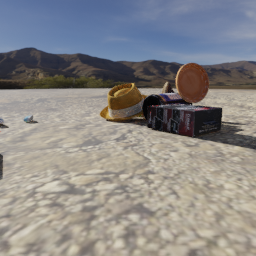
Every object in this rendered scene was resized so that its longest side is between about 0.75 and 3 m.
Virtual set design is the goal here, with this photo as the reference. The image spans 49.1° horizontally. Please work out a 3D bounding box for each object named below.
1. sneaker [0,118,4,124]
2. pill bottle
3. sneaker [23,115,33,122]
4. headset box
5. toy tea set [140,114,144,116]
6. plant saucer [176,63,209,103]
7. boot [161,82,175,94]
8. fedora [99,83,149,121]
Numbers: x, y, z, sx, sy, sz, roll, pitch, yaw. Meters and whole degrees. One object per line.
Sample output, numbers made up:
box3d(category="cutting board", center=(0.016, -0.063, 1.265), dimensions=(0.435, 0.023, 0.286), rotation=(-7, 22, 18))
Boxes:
box3d(category="sneaker", center=(-5.898, -0.505, 12.076), dimensions=(1.810, 0.641, 0.661), rotation=(10, 14, 44))
box3d(category="pill bottle", center=(1.854, -0.931, 12.637), dimensions=(2.292, 1.282, 1.282), rotation=(-8, 13, -41))
box3d(category="sneaker", center=(-4.547, -0.444, 12.754), dimensions=(0.318, 0.287, 0.776), rotation=(4, 10, -3))
box3d(category="headset box", center=(2.187, -0.357, 10.464), dimensions=(1.790, 0.929, 2.405), rotation=(-9, 15, -41))
box3d(category="toy tea set", center=(1.529, -0.997, 14.965), dimensions=(2.711, 1.003, 1.612), rotation=(-2, 39, -29))
box3d(category="plant saucer", center=(2.495, -1.755, 10.985), dimensions=(1.571, 1.571, 0.294), rotation=(-5, 3, -25))
box3d(category="boot", center=(2.501, -1.478, 14.517), dimensions=(1.528, 0.665, 1.837), rotation=(19, 50, -12))
box3d(category="fedora", center=(-0.132, -1.388, 13.537), dimensions=(2.903, 1.184, 2.903), rotation=(-11, 25, 5))
